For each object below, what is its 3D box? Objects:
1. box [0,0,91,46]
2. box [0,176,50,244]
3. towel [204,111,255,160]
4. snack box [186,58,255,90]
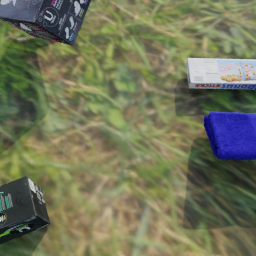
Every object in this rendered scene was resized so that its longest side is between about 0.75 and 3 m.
[{"bbox_3d":[-2.214,-3.164,7.205,2.162,1.240,1.429,24,93,38],"label":"box"},{"bbox_3d":[-2.466,1.731,5.667,1.389,1.032,0.864,-21,63,-9],"label":"box"},{"bbox_3d":[2.813,0.112,6.350,1.945,0.482,1.436,-1,39,-1],"label":"towel"},{"bbox_3d":[2.765,-1.444,7.475,2.344,0.285,0.843,1,61,-2],"label":"snack box"}]
